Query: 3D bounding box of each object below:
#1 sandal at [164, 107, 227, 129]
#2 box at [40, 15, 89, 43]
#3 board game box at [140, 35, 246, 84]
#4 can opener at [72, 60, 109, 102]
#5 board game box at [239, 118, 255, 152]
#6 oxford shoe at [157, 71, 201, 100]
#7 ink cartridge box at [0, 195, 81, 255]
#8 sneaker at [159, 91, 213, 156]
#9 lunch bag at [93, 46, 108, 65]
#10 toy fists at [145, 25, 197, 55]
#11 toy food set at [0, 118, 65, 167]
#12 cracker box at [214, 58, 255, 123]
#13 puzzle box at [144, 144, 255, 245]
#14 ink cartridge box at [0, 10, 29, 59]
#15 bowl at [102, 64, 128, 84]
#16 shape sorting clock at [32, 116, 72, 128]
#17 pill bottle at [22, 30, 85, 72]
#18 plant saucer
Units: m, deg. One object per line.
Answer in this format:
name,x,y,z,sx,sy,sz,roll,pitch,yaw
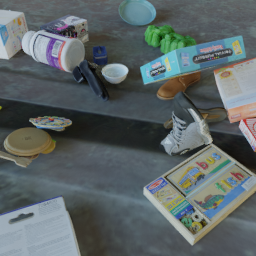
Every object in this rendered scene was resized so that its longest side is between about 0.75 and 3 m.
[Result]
sandal,2.294,-0.205,9.236,2.214,0.905,0.604,-5,63,-15
box,-3.057,-4.629,13.718,1.312,1.139,1.985,26,48,26
board game box,1.803,-1.979,8.551,2.049,0.637,2.714,-16,7,-15
can opener,-1.363,-1.864,11.108,0.808,1.002,2.549,16,27,-46
board game box,4.589,0.162,9.002,1.577,0.365,1.195,-6,42,-6
oxford shoe,1.985,-1.881,10.913,0.880,0.880,2.468,32,53,29
ink cartridge box,-2.193,2.712,6.135,2.121,0.431,2.125,-14,44,-15
sneaker,1.154,0.107,6.292,1.192,2.064,0.774,-33,52,10
lunch bag,-1.270,-3.353,12.705,0.630,0.614,0.928,-6,43,-7
toy fists,1.923,-4.224,13.436,1.417,0.956,2.780,-25,49,-24
toy food set,-2.970,0.489,8.469,1.450,0.422,2.100,16,34,12
cracker box,4.224,-1.424,10.115,1.693,0.729,2.528,-14,39,16
puzzle box,2.004,1.573,7.462,2.714,0.345,1.805,-28,48,-27
ink cartridge box,-5.871,-4.571,13.382,1.456,1.495,2.326,11,44,11
bowl,-0.527,-2.153,11.476,1.086,0.488,1.086,0,42,0
shape sorting clock,-2.369,-0.206,8.761,1.199,0.235,1.199,1,15,0
pill bottle,-3.295,-3.421,12.181,2.552,1.422,1.422,22,46,21
plant saucer,0.527,-6.619,16.104,2.153,0.295,2.153,2,64,-5
